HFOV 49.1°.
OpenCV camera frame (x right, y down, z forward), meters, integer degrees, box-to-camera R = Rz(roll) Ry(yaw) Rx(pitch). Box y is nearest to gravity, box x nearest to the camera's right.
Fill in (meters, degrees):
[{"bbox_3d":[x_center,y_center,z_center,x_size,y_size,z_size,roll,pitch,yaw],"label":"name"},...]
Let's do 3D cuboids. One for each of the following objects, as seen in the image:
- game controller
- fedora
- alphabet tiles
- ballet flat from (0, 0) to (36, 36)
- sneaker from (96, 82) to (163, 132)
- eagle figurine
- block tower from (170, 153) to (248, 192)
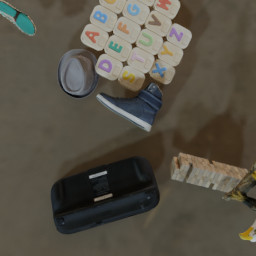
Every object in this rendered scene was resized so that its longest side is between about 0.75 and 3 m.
[{"bbox_3d":[-0.634,1.689,7.214,2.799,0.589,1.460,-17,58,2],"label":"game controller"},{"bbox_3d":[-1.450,-1.502,7.807,1.243,0.634,1.405,11,102,3],"label":"fedora"},{"bbox_3d":[0.296,-2.613,7.977,2.872,0.214,2.937,26,89,-9],"label":"alphabet tiles"},{"bbox_3d":[-3.139,-3.167,8.031,1.296,0.414,0.490,40,102,-11],"label":"ballet flat"},{"bbox_3d":[0.122,-0.847,7.650,1.733,0.659,1.253,28,91,-13],"label":"sneaker"},{"bbox_3d":[3.199,2.090,5.500,2.233,2.245,2.959,-31,48,-2],"label":"eagle figurine"},{"bbox_3d":[2.107,1.185,7.177,1.967,0.569,0.531,13,121,-5],"label":"block tower"}]
